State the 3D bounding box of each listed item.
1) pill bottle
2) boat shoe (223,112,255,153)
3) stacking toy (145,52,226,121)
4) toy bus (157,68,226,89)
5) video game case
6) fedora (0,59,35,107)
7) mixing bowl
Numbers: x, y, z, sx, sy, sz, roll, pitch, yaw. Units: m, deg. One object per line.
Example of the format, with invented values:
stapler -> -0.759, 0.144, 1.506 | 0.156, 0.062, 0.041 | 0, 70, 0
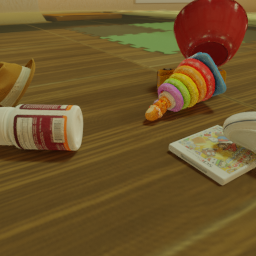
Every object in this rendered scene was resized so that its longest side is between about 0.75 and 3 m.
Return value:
pill bottle -> -2.066, -0.019, 6.544 | 1.861, 1.063, 1.063 | 2, 27, 3
boat shoe -> 3.200, 0.391, 5.573 | 2.688, 0.989, 0.879 | 12, 51, 28
stacking toy -> 1.458, -1.014, 8.381 | 2.637, 1.447, 1.530 | -36, 9, -25
toy bus -> 2.265, -1.750, 10.199 | 2.336, 0.760, 0.915 | -4, 24, -11
video game case -> 2.104, 0.520, 6.419 | 1.742, 0.199, 1.586 | -17, 33, -31
fedora -> -3.508, -1.308, 8.095 | 0.843, 2.067, 2.067 | 30, 10, -34
mixing bowl -> 2.788, -2.963, 9.566 | 2.541, 2.541, 1.376 | 4, 60, 8
